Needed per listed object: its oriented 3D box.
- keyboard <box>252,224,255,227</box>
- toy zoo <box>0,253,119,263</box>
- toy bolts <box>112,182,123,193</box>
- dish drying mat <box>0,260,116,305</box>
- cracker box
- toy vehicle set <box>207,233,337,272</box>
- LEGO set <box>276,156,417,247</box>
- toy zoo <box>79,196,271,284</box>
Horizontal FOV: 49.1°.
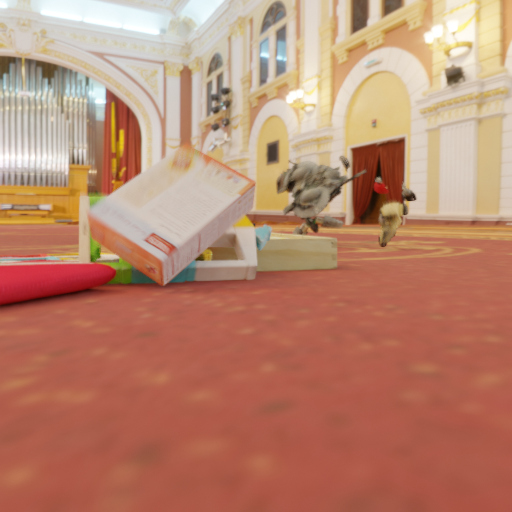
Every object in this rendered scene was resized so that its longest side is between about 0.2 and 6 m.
[{"bbox_3d":[-2.213,-0.707,15.335,4.071,0.522,2.445,-1,11,11],"label":"keyboard"},{"bbox_3d":[-2.617,0.121,7.014,2.208,0.226,1.449,-2,4,-29],"label":"toy zoo"},{"bbox_3d":[-3.996,-1.244,17.741,1.353,1.863,1.950,13,18,-18],"label":"toy bolts"},{"bbox_3d":[-2.625,0.278,4.292,1.231,0.292,3.206,3,5,29],"label":"dish drying mat"},{"bbox_3d":[-0.866,-0.491,5.987,1.028,0.443,1.535,32,51,20],"label":"cracker box"},{"bbox_3d":[-0.291,-0.116,8.877,2.015,0.430,3.243,-1,4,-16],"label":"toy vehicle set"},{"bbox_3d":[1.752,-1.536,13.301,3.916,2.543,1.110,0,-29,36],"label":"LEGO set"},{"bbox_3d":[-0.910,-0.234,6.608,2.253,0.231,1.478,-2,37,-17],"label":"toy zoo"}]
